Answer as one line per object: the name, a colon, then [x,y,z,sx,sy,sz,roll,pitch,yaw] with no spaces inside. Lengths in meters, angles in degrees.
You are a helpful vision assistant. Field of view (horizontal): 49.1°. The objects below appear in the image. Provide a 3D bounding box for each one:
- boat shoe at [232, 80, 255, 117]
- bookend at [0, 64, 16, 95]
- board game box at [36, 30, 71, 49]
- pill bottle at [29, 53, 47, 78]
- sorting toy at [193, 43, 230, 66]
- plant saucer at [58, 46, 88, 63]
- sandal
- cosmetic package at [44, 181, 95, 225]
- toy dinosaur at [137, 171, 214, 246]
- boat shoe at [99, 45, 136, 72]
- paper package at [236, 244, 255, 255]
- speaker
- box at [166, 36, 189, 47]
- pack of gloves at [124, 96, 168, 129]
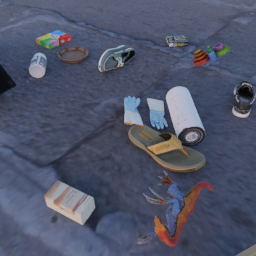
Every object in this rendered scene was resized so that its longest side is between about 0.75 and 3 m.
boat shoe: [3.895,-1.148,9.346,0.725,0.592,1.961,18,45,19]
bookend: [-5.558,-1.777,9.199,2.954,2.935,1.361,-23,17,50]
board game box: [-3.393,-4.058,12.835,0.957,0.252,1.250,30,50,29]
pill bottle: [-3.444,-2.430,10.783,0.581,0.581,1.021,-4,42,-4]
sorting toy: [3.106,-2.897,10.647,1.424,0.585,0.856,-26,20,13]
plant saucer: [-2.288,-3.062,11.760,1.270,0.219,1.270,0,43,0]
sandal: [0.958,0.415,7.571,2.367,0.639,0.951,32,50,31]
cosmetic package: [-1.309,1.671,6.329,1.016,0.443,0.525,19,45,20]
toy dinosaur: [0.966,1.544,5.491,1.928,1.012,1.750,-17,19,2]
boat shoe: [-0.388,-2.748,11.031,0.626,0.737,2.025,20,40,26]
paper package: [1.840,2.658,4.629,1.306,1.245,0.676,-17,45,-20]
speaker: [1.670,-0.406,8.373,0.794,0.794,1.955,-3,42,-3]
box: [2.236,-3.968,12.777,0.908,0.201,0.727,-3,41,-4]
pack of gloves: [0.515,-0.432,8.823,1.357,0.319,1.616,11,37,-9]
